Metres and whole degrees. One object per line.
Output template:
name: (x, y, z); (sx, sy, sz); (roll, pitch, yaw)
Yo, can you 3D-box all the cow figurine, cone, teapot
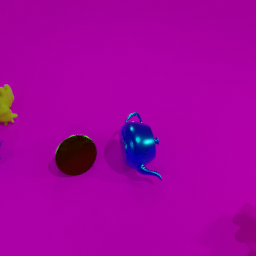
cow figurine: (-3.566, -0.670, 8.125); (0.578, 1.036, 1.053); (-19, 18, 3)
cone: (-1.464, 0.529, 7.134); (1.038, 1.038, 1.042); (-24, 25, -21)
teapot: (0.313, 0.441, 6.776); (0.923, 1.173, 1.886); (-10, 65, -9)

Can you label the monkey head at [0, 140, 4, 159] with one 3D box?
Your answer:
monkey head: (-3.698, 0.578, 6.711); (1.128, 1.568, 0.945); (-43, 62, 15)
